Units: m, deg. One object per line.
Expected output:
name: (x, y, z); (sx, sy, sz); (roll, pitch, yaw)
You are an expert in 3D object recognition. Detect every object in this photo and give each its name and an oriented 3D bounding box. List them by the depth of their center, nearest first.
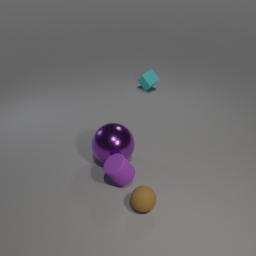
ball: (0.419, 1.914, 7.566); (0.700, 0.700, 0.700); (0, 31, 0)
cylinder: (-0.246, 1.219, 8.207); (0.700, 0.700, 0.700); (-22, 41, 20)
ball: (-0.481, 0.529, 9.150); (1.400, 1.400, 1.400); (0, 31, 0)
cube: (1.064, -2.485, 14.535); (0.700, 0.700, 0.700); (-37, -1, -23)
